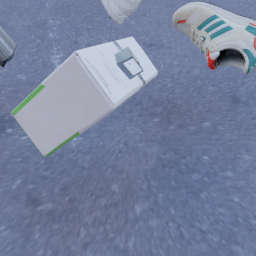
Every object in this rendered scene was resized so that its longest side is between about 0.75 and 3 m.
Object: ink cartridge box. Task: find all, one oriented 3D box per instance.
[{"bbox_3d":[-0.602,-0.652,4.924,0.938,1.624,2.232,54,30,-6],"label":"ink cartridge box"}]

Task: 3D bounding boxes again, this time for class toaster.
[{"bbox_3d":[-3.737,-2.301,7.830,0.793,0.901,1.395,-26,38,8],"label":"toaster"}]

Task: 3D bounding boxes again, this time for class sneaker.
[{"bbox_3d":[-0.383,-3.625,6.613,1.042,2.097,0.817,-28,16,18],"label":"sneaker"},{"bbox_3d":[2.196,-2.317,7.342,2.865,1.009,1.340,30,77,26],"label":"sneaker"}]
